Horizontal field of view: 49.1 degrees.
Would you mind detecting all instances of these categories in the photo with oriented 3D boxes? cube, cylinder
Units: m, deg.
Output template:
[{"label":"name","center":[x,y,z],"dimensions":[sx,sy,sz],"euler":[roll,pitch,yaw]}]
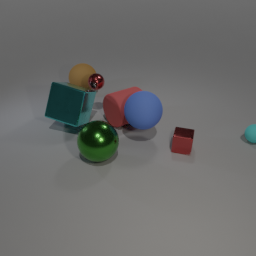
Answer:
[{"label":"cube","center":[1.983,0.462,10.110],"dimensions":[0.700,0.700,0.700],"euler":[9,32,13]},{"label":"cylinder","center":[-0.104,-0.887,11.638],"dimensions":[1.400,1.400,1.400],"euler":[-21,37,-31]},{"label":"cube","center":[-2.268,-0.979,11.203],"dimensions":[1.400,1.400,1.400],"euler":[17,11,8]}]

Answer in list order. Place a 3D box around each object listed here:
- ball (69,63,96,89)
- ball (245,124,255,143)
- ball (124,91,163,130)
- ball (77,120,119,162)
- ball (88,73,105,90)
[{"label":"ball","center":[-2.227,-2.487,13.859],"dimensions":[1.400,1.400,1.400],"euler":[0,31,0]},{"label":"ball","center":[4.737,0.208,10.470],"dimensions":[0.700,0.700,0.700],"euler":[0,31,0]},{"label":"ball","center":[0.558,-0.642,10.176],"dimensions":[1.400,1.400,1.400],"euler":[0,31,0]},{"label":"ball","center":[-1.002,0.438,9.389],"dimensions":[1.400,1.400,1.400],"euler":[0,31,0]},{"label":"ball","center":[-1.339,-1.953,11.815],"dimensions":[0.700,0.700,0.700],"euler":[0,31,0]}]
